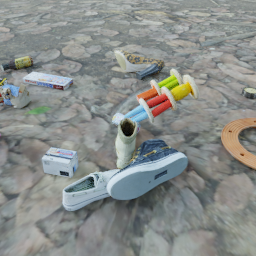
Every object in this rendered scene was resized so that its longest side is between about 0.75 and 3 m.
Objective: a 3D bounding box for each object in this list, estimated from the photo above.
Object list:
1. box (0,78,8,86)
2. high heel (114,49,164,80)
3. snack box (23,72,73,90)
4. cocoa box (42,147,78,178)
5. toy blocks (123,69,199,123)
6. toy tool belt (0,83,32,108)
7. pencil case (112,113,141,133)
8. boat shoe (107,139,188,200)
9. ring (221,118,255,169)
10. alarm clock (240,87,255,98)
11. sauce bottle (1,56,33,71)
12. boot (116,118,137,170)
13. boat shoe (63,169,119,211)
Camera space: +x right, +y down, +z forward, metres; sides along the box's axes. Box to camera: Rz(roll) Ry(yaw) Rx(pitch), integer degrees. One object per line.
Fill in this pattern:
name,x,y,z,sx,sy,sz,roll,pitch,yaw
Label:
box,-6.146,-1.721,11.871,1.599,0.395,1.277,1,36,2
high heel,0.548,-3.336,13.716,1.709,0.856,2.397,-29,59,-26
snack box,-3.591,-2.127,12.568,2.148,0.261,0.772,13,36,18
cocoa box,-1.868,0.952,7.784,0.821,0.547,0.538,8,35,12
toy blocks,0.816,-0.903,8.837,2.284,0.829,1.904,-28,25,-3
toy tool belt,-4.551,-1.383,10.890,1.491,0.916,0.931,9,35,12
pencil case,-0.062,-0.158,9.528,1.012,0.420,0.459,28,37,33
boat shoe,0.339,1.033,7.469,2.483,0.879,1.127,-14,36,-32
ring,4.360,0.534,8.669,2.880,0.276,2.880,-1,34,0
alarm clock,5.128,-1.436,11.517,0.931,0.310,0.628,8,35,16
sauce bottle,-5.514,-3.176,13.946,1.520,0.502,0.502,-29,43,-31
boot,-0.046,0.225,8.147,0.610,1.310,1.694,3,36,-2
boat shoe,-0.792,1.431,7.031,1.802,0.602,0.663,-27,43,-34
